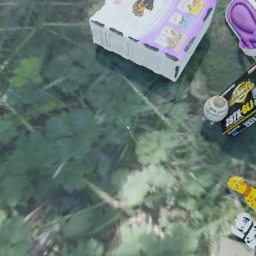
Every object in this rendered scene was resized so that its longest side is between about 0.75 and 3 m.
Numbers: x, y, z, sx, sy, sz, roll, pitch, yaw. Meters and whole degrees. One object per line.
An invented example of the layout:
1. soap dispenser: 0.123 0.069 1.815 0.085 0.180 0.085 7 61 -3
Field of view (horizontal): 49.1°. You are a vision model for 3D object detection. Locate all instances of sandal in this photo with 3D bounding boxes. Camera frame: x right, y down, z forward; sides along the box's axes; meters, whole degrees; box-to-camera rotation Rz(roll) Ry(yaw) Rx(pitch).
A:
1. sandal: 3.370 -2.338 7.255 0.729 1.207 2.966 -9 51 -26

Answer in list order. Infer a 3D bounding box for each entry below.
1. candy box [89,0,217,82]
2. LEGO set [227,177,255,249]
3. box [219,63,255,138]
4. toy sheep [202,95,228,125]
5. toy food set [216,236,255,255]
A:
1. candy box: 0.656 -2.801 7.492 2.600 0.930 2.181 28 71 12
2. LEGO set: 2.778 1.247 6.083 0.956 0.889 2.330 27 102 12
3. box: 2.747 -0.672 6.427 0.383 1.552 1.239 17 55 -17
4. toy sheep: 2.071 -0.424 6.664 0.617 0.895 0.617 1 61 -2
5. toy food set: 2.347 2.767 6.116 0.769 0.232 0.552 13 71 13
